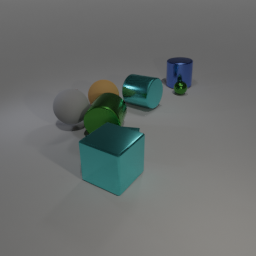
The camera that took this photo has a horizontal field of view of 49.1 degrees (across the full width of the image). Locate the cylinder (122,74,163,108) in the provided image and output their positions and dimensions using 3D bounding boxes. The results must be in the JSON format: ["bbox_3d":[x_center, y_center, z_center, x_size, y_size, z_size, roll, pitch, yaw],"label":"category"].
[{"bbox_3d":[0.677,-1.711,12.929,1.400,1.400,1.400,16,32,33],"label":"cylinder"}]

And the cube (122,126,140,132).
[{"bbox_3d":[0.026,0.427,9.858,0.700,0.700,0.700,5,29,9],"label":"cube"}]

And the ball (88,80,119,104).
[{"bbox_3d":[-1.093,-1.467,12.582,1.400,1.400,1.400,0,29,0],"label":"ball"}]

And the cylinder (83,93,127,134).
[{"bbox_3d":[-0.841,-0.474,10.760,1.400,1.400,1.400,5,29,8],"label":"cylinder"}]

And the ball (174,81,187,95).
[{"bbox_3d":[2.700,-2.072,14.418,0.700,0.700,0.700,0,29,0],"label":"ball"}]

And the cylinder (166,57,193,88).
[{"bbox_3d":[2.821,-3.035,15.391,1.400,1.400,1.400,-2,28,1],"label":"cylinder"}]

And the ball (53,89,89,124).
[{"bbox_3d":[-2.215,-0.837,10.945,1.400,1.400,1.400,0,29,0],"label":"ball"}]

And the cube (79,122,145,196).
[{"bbox_3d":[-0.444,0.861,8.328,1.400,1.400,1.400,17,34,28],"label":"cube"}]
